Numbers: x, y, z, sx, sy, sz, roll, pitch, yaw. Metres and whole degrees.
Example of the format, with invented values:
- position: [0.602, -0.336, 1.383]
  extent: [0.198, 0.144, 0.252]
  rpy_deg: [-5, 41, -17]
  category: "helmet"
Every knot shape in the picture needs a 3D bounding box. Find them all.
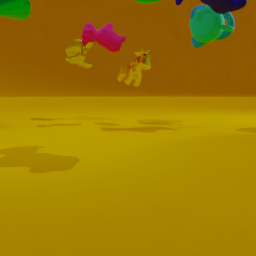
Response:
- position: [2.916, -3.550, 9.686]
  extent: [1.476, 1.577, 0.729]
  rpy_deg: [6, 1, 29]
  category: "knot shape"

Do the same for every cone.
- position: [-3.813, -3.636, 8.347]
  extent: [1.239, 1.239, 1.243]
  rpy_deg: [4, 38, 30]
  category: "cone"

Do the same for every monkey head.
- position: [-1.774, -2.804, 10.417]
  extent: [1.567, 0.944, 1.127]
  rpy_deg: [2, -14, 45]
  category: "monkey head"

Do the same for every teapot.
- position: [2.570, -3.305, 9.045]
  extent: [0.863, 1.095, 1.762]
  rpy_deg: [-5, 24, -45]
  category: "teapot"

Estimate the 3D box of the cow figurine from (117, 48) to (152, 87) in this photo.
- position: [0.206, -1.915, 8.748]
  extent: [0.655, 1.174, 1.193]
  rpy_deg: [7, 15, -36]
  category: "cow figurine"

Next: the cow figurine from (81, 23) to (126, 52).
- position: [-0.760, -2.649, 8.327]
  extent: [0.658, 1.199, 1.180]
  rpy_deg: [-46, 6, 47]
  category: "cow figurine"

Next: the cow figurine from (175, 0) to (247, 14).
- position: [2.082, -3.587, 7.401]
  extent: [1.667, 0.930, 1.694]
  rpy_deg: [-8, -27, 43]
  category: "cow figurine"

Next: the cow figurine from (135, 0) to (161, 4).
- position: [-0.020, -2.355, 4.089]
  extent: [0.908, 1.654, 1.628]
  rpy_deg: [-32, -10, -12]
  category: "cow figurine"
